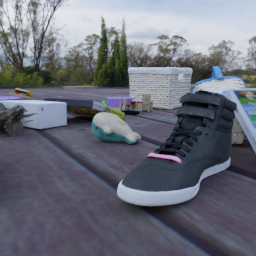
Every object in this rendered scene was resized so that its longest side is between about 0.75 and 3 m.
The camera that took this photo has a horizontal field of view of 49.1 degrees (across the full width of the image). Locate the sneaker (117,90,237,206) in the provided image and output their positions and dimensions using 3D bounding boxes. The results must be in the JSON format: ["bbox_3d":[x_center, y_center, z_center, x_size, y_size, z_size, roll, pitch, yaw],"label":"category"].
[{"bbox_3d":[0.881,0.157,4.540,1.060,1.487,2.997,11,16,39],"label":"sneaker"}]

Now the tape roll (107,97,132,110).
[{"bbox_3d":[-0.484,-1.403,15.686,1.434,0.609,1.434,1,10,0],"label":"tape roll"}]

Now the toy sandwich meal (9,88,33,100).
[{"bbox_3d":[-4.113,-1.351,10.871,0.996,0.341,0.996,12,0,0],"label":"toy sandwich meal"}]

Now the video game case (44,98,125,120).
[{"bbox_3d":[-1.691,-0.759,11.096,2.426,0.309,2.193,7,-6,33],"label":"video game case"}]

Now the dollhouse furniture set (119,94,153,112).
[{"bbox_3d":[0.539,-1.229,13.538,1.560,0.804,1.543,2,6,-26],"label":"dollhouse furniture set"}]

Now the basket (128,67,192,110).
[{"bbox_3d":[1.914,-2.385,16.308,2.871,2.309,2.846,6,12,35],"label":"basket"}]

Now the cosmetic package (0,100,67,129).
[{"bbox_3d":[-3.458,-0.546,10.135,2.399,0.855,1.217,7,11,37],"label":"cosmetic package"}]

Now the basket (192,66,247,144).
[{"bbox_3d":[2.476,-0.603,7.651,1.497,1.897,2.152,-2,20,16],"label":"basket"}]

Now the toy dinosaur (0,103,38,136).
[{"bbox_3d":[-3.967,-0.303,8.817,1.451,1.092,2.838,35,-17,-22],"label":"toy dinosaur"}]

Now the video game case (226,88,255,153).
[{"bbox_3d":[3.523,-0.025,5.601,2.500,0.275,2.279,-1,45,-6],"label":"video game case"}]

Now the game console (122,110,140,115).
[{"bbox_3d":[-0.158,-0.684,12.946,1.349,0.163,0.796,-11,14,-43],"label":"game console"}]

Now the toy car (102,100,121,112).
[{"bbox_3d":[-0.875,-0.881,12.477,0.934,0.208,0.879,-9,-41,39],"label":"toy car"}]

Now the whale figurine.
[{"bbox_3d":[-0.353,0.127,7.503,1.369,0.710,1.089,29,20,16],"label":"whale figurine"}]

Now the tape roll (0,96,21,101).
[{"bbox_3d":[-5.600,-0.856,11.922,2.041,0.867,2.041,1,10,0],"label":"tape roll"}]

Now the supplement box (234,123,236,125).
[{"bbox_3d":[4.171,-0.388,8.109,1.640,1.273,2.971,-1,10,-3],"label":"supplement box"}]
